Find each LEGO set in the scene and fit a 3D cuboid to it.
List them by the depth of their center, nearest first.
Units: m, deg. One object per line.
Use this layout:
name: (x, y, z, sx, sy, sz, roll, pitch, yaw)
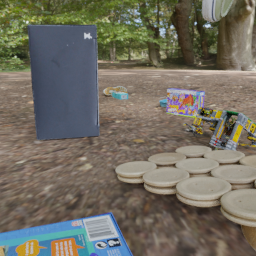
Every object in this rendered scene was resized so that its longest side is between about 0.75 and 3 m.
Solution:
LEGO set: (2.234, 0.198, 6.638, 1.700, 0.985, 1.307, 20, -5, 46)

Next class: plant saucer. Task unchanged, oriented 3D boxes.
plant saucer: (2.323, 1.191, 3.316, 1.812, 0.321, 1.812, 0, 14, 0)

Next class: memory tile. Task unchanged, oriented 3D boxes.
memory tile: (1.407, 0.738, 4.499, 2.246, 0.246, 2.930, -12, 10, -35)

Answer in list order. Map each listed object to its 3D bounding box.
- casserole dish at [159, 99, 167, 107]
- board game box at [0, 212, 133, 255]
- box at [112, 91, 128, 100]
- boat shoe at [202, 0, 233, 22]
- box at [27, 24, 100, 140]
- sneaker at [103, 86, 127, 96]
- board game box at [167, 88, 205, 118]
casserole dish: (1.943, -1.116, 12.492, 0.828, 0.265, 1.366, 10, 18, 33)
board game box: (-1.038, 1.445, 1.823, 2.455, 0.552, 1.867, -4, 15, -17)
box: (-0.418, -1.727, 14.833, 0.478, 0.286, 1.162, -6, 16, -22)
boat shoe: (1.712, -2.604, 4.307, 0.624, 2.013, 0.725, 33, 44, 26)
box: (-1.928, -1.451, 8.397, 1.735, 2.907, 2.956, -4, 15, -15)
sneaker: (-0.742, -2.062, 15.687, 1.410, 0.533, 0.618, 0, -1, -31)
board game box: (2.102, -0.932, 10.363, 1.414, 0.950, 0.316, 13, 19, 42)
